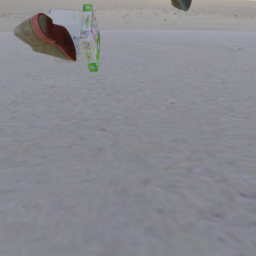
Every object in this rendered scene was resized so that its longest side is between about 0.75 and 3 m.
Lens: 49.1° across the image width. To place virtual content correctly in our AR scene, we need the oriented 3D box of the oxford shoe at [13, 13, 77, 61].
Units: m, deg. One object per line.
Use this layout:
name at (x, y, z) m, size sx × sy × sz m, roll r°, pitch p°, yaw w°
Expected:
oxford shoe at (-1.725, -1.903, 6.143) m, size 0.705 × 0.664 × 1.885 m, roll -11°, pitch -10°, yaw 14°

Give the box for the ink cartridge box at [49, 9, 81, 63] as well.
ink cartridge box at (-1.581, -2.291, 7.051) m, size 0.691 × 1.268 × 0.319 m, roll -7°, pitch 14°, yaw -25°

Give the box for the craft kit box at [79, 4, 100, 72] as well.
craft kit box at (-0.852, -2.043, 6.449) m, size 0.262 × 1.082 × 1.069 m, roll 1°, pitch 66°, yaw 6°

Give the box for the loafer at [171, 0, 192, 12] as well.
loafer at (1.355, -4.404, 8.705) m, size 0.720 × 0.778 × 2.068 m, roll 19°, pitch -11°, yaw 33°
